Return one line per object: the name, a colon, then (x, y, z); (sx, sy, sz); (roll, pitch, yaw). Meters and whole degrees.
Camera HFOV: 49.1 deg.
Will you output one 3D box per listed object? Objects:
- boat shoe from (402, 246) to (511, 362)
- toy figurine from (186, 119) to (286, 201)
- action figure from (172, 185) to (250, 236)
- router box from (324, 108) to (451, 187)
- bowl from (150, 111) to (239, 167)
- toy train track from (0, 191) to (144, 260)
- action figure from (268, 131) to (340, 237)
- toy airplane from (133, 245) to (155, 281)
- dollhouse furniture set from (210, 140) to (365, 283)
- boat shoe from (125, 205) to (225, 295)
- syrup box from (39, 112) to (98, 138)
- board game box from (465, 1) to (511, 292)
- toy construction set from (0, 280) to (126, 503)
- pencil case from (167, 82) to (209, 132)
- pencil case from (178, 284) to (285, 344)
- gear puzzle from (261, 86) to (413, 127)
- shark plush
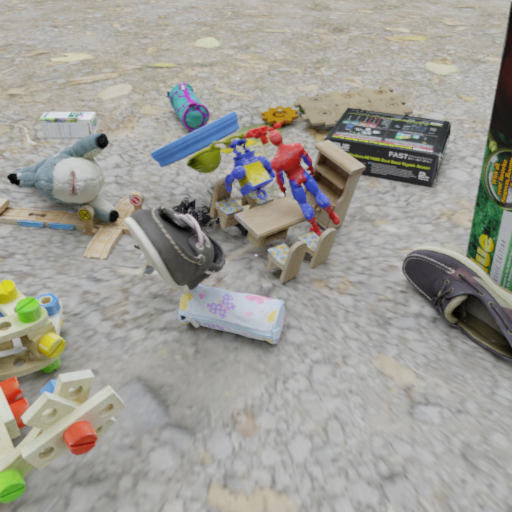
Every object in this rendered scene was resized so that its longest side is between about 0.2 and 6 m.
boat shoe: (2.955, 0.637, 7.981); (0.757, 0.840, 2.336); (-20, 46, -33)
toy figurine: (-0.108, -1.401, 9.109); (0.966, 1.098, 1.832); (-18, 8, 46)
action figure: (-0.846, -0.847, 10.091); (1.546, 0.789, 0.919); (11, 38, 9)
router box: (2.889, -2.438, 12.294); (2.458, 0.764, 1.842); (13, 38, 19)
bowl: (-1.058, -2.045, 9.910); (1.678, 0.329, 1.678); (-25, 14, 7)
toy train track: (-3.311, -0.814, 10.216); (3.539, 0.576, 2.030); (5, 36, 7)
action figure: (0.698, -1.188, 8.990); (0.665, 2.031, 0.525); (-33, 40, 2)
toy airplane: (-1.444, -0.087, 8.039); (0.528, 0.748, 0.745); (26, 46, -19)
dollhouse furniture set: (0.657, -0.936, 9.419); (2.101, 1.367, 1.930); (-22, 52, -35)
boat shoe: (-0.826, -0.140, 6.452); (0.798, 2.799, 0.936); (-35, 84, -6)
syrup box: (-4.516, -3.170, 13.551); (1.242, 0.506, 0.489); (-1, 36, 0)
board game box: (3.687, -0.705, 6.885); (0.500, 4.260, 2.232); (-21, 41, -18)
toy construction set: (-2.760, 1.524, 6.357); (2.086, 1.465, 3.181); (-22, 30, -29)
pencil case: (-1.722, -3.794, 14.171); (0.725, 0.787, 1.703); (-15, 39, -14)
pencil case: (-0.335, 0.802, 7.888); (1.498, 0.623, 0.679); (10, 17, 12)
gear puzzle: (1.975, -3.607, 14.277); (3.715, 0.487, 1.924); (-8, 38, -7)
shark plush: (-3.850, -1.612, 10.306); (1.429, 1.559, 3.432); (-16, 31, -37)
